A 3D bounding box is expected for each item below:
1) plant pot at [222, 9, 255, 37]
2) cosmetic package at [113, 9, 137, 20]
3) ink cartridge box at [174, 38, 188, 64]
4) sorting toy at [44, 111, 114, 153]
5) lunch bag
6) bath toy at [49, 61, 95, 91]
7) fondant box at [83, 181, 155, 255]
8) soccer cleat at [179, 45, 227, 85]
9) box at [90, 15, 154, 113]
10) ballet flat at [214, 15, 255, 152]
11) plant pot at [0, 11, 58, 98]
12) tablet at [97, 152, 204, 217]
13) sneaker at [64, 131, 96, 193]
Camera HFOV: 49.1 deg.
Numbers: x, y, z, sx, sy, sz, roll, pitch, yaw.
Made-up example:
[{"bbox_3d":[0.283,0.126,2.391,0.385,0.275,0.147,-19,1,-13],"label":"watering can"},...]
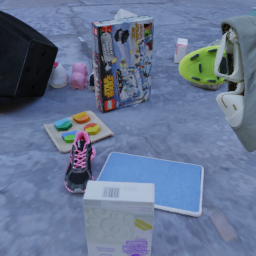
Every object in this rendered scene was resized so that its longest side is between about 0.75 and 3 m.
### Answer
[{"bbox_3d":[6.365,-5.001,14.777,2.179,2.225,2.225,-23,39,-18],"label":"plant pot"},{"bbox_3d":[-0.165,-3.916,10.904,0.786,0.953,0.785,9,62,-32],"label":"cosmetic package"},{"bbox_3d":[2.632,-3.833,13.925,0.523,0.898,1.233,9,35,5],"label":"ink cartridge box"},{"bbox_3d":[-1.546,0.008,8.661,1.748,0.319,1.618,-18,38,-26],"label":"sorting toy"},{"bbox_3d":[3.469,-2.665,11.536,1.320,1.588,1.894,22,39,29],"label":"lunch bag"},{"bbox_3d":[-1.834,-2.179,11.332,2.801,1.035,1.218,3,34,6],"label":"bath toy"},{"bbox_3d":[-0.138,1.689,4.959,1.146,1.588,0.463,2,32,2],"label":"fondant box"},{"bbox_3d":[2.163,-1.467,5.950,2.410,0.779,1.008,-17,16,-7],"label":"soccer cleat"},{"bbox_3d":[-0.152,-2.118,9.465,2.027,2.961,0.590,-18,38,-25],"label":"box"},{"bbox_3d":[1.762,-0.699,4.601,0.702,2.205,0.743,-1,3,-6],"label":"ballet flat"},{"bbox_3d":[-4.187,-2.441,9.717,2.575,2.903,2.896,22,11,8],"label":"plant pot"},{"bbox_3d":[0.538,1.291,6.861,2.526,0.172,1.643,7,35,13],"label":"tablet"},{"bbox_3d":[-1.208,0.766,7.014,0.744,0.898,1.883,-1,35,-4],"label":"sneaker"}]
